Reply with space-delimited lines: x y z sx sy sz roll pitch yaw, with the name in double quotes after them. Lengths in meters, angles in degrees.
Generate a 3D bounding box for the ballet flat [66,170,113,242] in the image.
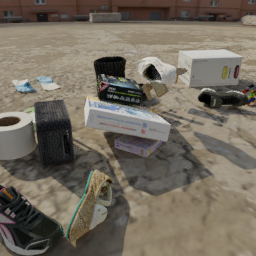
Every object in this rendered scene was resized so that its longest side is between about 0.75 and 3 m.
-0.787 1.781 6.654 0.731 0.789 2.238 16 31 0 "ballet flat"

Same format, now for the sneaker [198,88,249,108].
4.271 -1.284 12.922 2.324 0.772 1.052 15 32 35 "sneaker"

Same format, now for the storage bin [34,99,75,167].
-2.451 0.092 9.202 1.031 1.487 2.200 -7 27 -16 "storage bin"

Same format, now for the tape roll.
-3.936 0.229 9.402 1.546 1.061 1.546 0 26 0 "tape roll"

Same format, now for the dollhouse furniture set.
1.845 -1.964 12.908 1.831 0.894 1.562 -15 -13 -46 "dollhouse furniture set"

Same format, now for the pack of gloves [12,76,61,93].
-5.314 -2.684 16.019 2.199 0.516 2.617 -15 30 -25 "pack of gloves"

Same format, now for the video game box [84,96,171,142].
-0.173 -0.413 9.922 2.652 0.681 2.911 13 12 -13 "video game box"

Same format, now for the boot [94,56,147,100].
-0.182 -2.307 13.259 2.981 2.228 1.122 -16 30 -30 "boot"

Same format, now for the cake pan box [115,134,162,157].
0.349 0.479 9.654 1.316 0.344 1.212 14 23 26 "cake pan box"

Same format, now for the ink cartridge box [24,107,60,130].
-3.583 -0.346 11.343 1.638 0.393 1.192 11 28 21 "ink cartridge box"

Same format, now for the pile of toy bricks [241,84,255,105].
6.156 -1.618 13.707 1.679 0.931 0.829 -21 -7 -17 "pile of toy bricks"

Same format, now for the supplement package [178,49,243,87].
4.728 -3.602 16.572 2.980 1.652 2.321 -4 26 -7 "supplement package"

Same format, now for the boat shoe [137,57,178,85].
0.875 -2.190 10.616 0.841 0.859 2.425 -11 24 -26 "boat shoe"

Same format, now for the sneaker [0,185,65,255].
-2.516 1.849 6.110 2.420 1.045 0.972 13 30 23 "sneaker"

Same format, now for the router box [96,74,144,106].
-0.390 -1.568 11.214 1.611 0.668 2.151 9 19 -12 "router box"
